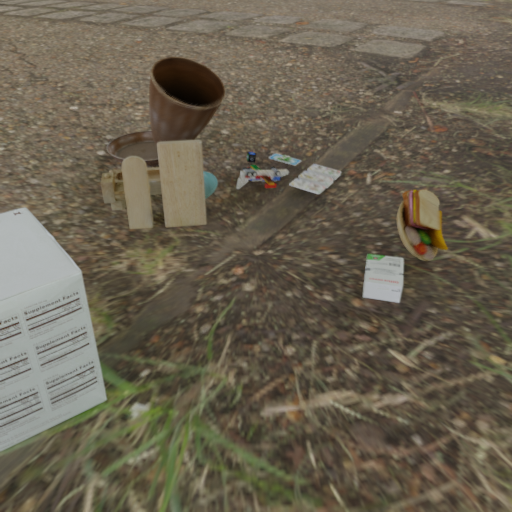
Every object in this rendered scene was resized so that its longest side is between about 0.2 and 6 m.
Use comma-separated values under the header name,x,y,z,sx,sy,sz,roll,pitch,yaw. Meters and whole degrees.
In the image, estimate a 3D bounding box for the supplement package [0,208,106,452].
name,x,y,z,sx,sy,sz,roll,pitch,yaw
supplement package,-3.025,0.826,6.871,1.478,2.010,1.922,-22,39,-31

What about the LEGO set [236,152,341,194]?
name,x,y,z,sx,sy,sz,roll,pitch,yaw
LEGO set,0.605,-1.766,12.446,2.186,0.536,1.633,19,30,17

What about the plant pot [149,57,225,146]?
name,x,y,z,sx,sy,sz,roll,pitch,yaw
plant pot,-1.747,-3.230,12.602,1.635,1.750,1.635,13,50,-17

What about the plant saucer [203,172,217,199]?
name,x,y,z,sx,sy,sz,roll,pitch,yaw
plant saucer,-1.325,-1.362,11.414,1.111,0.200,1.111,-4,39,4

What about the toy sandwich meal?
name,x,y,z,sx,sy,sz,roll,pitch,yaw
toy sandwich meal,2.928,-0.541,9.751,0.438,1.280,1.280,-23,12,45

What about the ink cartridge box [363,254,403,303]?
name,x,y,z,sx,sy,sz,roll,pitch,yaw
ink cartridge box,2.064,0.353,9.101,0.604,0.348,0.827,8,34,11

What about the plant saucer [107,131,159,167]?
name,x,y,z,sx,sy,sz,roll,pitch,yaw
plant saucer,-2.649,-2.578,13.596,1.876,0.301,1.876,0,34,0

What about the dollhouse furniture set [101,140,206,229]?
name,x,y,z,sx,sy,sz,roll,pitch,yaw
dollhouse furniture set,-2.082,-1.799,11.132,1.982,1.698,2.084,-4,34,-6
